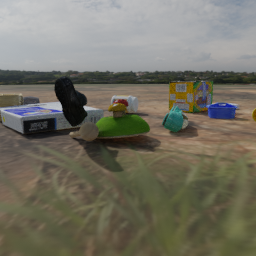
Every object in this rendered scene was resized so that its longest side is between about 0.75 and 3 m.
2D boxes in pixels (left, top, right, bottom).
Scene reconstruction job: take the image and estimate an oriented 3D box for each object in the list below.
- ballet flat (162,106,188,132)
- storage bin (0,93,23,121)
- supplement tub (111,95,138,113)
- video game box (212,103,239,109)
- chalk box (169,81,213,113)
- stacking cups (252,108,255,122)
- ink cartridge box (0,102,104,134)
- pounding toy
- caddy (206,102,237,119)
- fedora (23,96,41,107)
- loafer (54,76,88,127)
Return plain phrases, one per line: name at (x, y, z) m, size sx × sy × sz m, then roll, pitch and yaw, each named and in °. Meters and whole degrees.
ballet flat at (1.506, -0.233, 8.632) m, size 0.692 × 0.662 × 1.965 m, roll 27°, pitch 16°, yaw 8°
storage bin at (-4.302, -0.766, 10.206) m, size 0.936 × 0.943 × 0.442 m, roll -4°, pitch 13°, yaw -20°
supplement tub at (-0.138, -1.027, 12.062) m, size 1.029 × 0.745 × 0.745 m, roll 5°, pitch 12°, yaw 21°
video game box at (4.692, -1.082, 13.707) m, size 0.967 × 0.248 × 1.061 m, roll -2°, pitch 11°, yaw -22°
chalk box at (3.047, -1.492, 12.965) m, size 1.358 × 1.351 × 2.183 m, roll 9°, pitch 13°, yaw 44°
stacking cups at (4.837, -0.568, 10.216) m, size 0.589 × 0.589 × 1.945 m, roll 5°, pitch 10°, yaw 23°
ink cartridge box at (-2.656, -0.415, 9.377) m, size 2.669 × 0.635 × 2.701 m, roll -10°, pitch 13°, yaw -37°
pounding toy at (-0.419, -0.263, 7.136) m, size 1.965 × 0.912 × 1.517 m, roll -7°, pitch 6°, yaw -25°
caddy at (3.603, -0.703, 10.790) m, size 1.139 × 0.598 × 0.805 m, roll 2°, pitch 12°, yaw 8°
fedora at (-4.458, -1.073, 12.548) m, size 1.459 × 0.659 × 1.290 m, roll 1°, pitch 11°, yaw 7°
loafer at (-1.336, -0.685, 6.861) m, size 0.637 × 1.816 × 0.617 m, roll -37°, pitch 68°, yaw -18°
